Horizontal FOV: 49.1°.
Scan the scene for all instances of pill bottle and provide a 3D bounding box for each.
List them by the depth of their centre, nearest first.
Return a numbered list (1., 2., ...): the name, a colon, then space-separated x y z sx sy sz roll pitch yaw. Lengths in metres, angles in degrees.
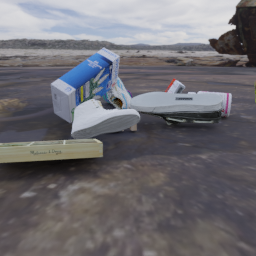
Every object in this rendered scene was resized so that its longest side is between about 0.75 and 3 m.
1. pill bottle: 2.765 -0.843 9.641 1.426 0.808 0.808 7 16 15

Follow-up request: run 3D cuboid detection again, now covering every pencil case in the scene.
1. pencil case: -0.481 -1.337 11.668 0.694 0.754 1.631 -9 16 -27

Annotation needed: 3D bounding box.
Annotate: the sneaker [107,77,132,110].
1. sneaker: -0.492 -1.355 10.403 0.643 1.680 0.678 -40 -3 39

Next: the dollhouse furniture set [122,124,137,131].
1. dollhouse furniture set: -0.438 -0.221 7.870 1.272 0.563 0.659 -3 9 -7

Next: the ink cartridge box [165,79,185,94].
1. ink cartridge box: 1.540 -1.336 10.419 0.354 1.008 1.240 25 17 -25

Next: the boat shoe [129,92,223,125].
1. boat shoe: 1.391 -0.501 8.405 2.743 0.873 0.970 4 34 17

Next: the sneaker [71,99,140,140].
1. sneaker: -0.593 -0.388 6.990 1.738 0.640 1.004 -13 52 9

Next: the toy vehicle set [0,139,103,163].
1. toy vehicle set: -1.553 0.421 5.445 2.003 0.266 1.245 -2 1 -13

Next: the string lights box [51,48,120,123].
1. string lights box: -1.319 -1.430 9.082 0.729 1.271 2.474 32 54 17
